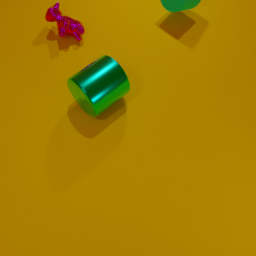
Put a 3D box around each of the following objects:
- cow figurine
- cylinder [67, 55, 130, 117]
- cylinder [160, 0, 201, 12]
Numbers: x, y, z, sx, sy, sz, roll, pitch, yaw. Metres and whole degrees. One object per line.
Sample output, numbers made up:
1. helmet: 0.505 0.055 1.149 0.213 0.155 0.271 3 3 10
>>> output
1. cow figurine: -2.091 -3.538 9.339 1.265 0.694 1.245 8 48 -32
2. cylinder: -0.813 -1.163 7.815 1.281 1.281 1.281 -39 69 -19
3. cylinder: 1.787 -4.500 9.361 1.077 1.077 1.077 43 46 20
